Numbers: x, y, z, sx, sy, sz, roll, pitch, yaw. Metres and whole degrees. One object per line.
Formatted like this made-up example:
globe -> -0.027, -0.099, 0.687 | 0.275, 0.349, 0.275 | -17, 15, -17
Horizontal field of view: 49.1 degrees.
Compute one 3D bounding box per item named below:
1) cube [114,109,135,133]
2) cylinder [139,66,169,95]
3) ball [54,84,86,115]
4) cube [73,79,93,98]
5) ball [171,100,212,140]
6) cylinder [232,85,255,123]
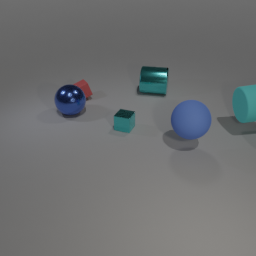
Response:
cube -> -0.138, -0.301, 11.685 | 0.700, 0.700, 0.700 | 11, 32, 19
cylinder -> 1.388, -2.512, 14.751 | 1.400, 1.400, 1.400 | 6, 31, 9
ball -> -2.602, -1.264, 12.631 | 1.400, 1.400, 1.400 | 0, 30, 0
cube -> -2.316, -1.926, 14.130 | 0.700, 0.700, 0.700 | -30, 35, -12
ball -> 2.220, -0.293, 9.888 | 1.400, 1.400, 1.400 | 0, 30, 0
cylinder -> 4.974, -0.971, 10.780 | 1.400, 1.400, 1.400 | -8, 31, -2
